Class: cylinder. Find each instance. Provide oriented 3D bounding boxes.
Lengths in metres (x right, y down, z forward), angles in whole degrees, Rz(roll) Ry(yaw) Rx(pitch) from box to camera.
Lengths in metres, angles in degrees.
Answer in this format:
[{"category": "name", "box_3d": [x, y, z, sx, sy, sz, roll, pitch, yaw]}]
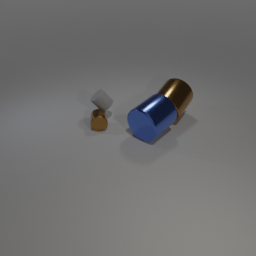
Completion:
[{"category": "cylinder", "box_3d": [-1.115, -1.176, 11.957, 0.700, 0.700, 0.700, -33, 31, 23]}, {"category": "cylinder", "box_3d": [0.931, -0.409, 10.817, 1.400, 1.400, 1.400, 25, 46, 34]}, {"category": "cylinder", "box_3d": [1.870, -1.170, 11.992, 1.400, 1.400, 1.400, 19, 54, 28]}, {"category": "cylinder", "box_3d": [-1.202, -0.335, 11.605, 0.700, 0.700, 0.700, -4, 32, -6]}]
